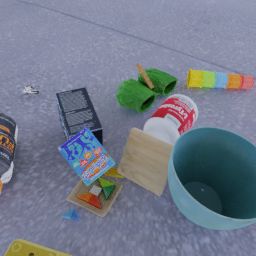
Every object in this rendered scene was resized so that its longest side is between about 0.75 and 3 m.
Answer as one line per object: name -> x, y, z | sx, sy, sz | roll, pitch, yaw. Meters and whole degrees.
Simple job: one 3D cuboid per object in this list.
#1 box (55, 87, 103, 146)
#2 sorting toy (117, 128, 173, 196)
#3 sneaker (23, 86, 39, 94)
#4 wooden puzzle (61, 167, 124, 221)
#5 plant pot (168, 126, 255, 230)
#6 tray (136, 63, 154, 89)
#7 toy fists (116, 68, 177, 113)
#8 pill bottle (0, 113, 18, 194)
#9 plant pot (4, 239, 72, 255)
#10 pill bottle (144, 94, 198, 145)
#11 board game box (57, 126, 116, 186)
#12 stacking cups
box -> -1.676, -0.125, 9.676 | 1.100, 1.524, 2.054 | -14, 52, -16
sorting toy -> 0.662, 0.986, 8.706 | 1.591, 1.581, 0.554 | 26, 16, 24
sneaker -> -4.266, -1.673, 12.340 | 0.835, 0.334, 0.308 | 10, 0, 23
wooden puzzle -> -0.995, 1.918, 8.574 | 1.471, 0.255, 2.181 | 12, 44, 14
plant pot -> 2.261, 1.589, 7.585 | 2.754, 1.855, 2.754 | 7, 47, -7
tray -> 0.686, -2.112, 11.390 | 0.192, 1.036, 0.511 | -32, 31, 6
toy fists -> 0.740, -1.680, 12.023 | 1.510, 1.019, 2.962 | 36, 52, 24
pill bottle -> -4.353, 0.888, 8.786 | 1.501, 1.501, 2.826 | -8, 43, -9
plant pot -> -1.976, 3.333, 5.851 | 1.757, 1.809, 1.769 | 12, 43, 13
pill bottle -> 1.422, -0.060, 9.938 | 1.366, 1.366, 2.434 | 23, 47, 23
board game box -> -1.203, 0.818, 8.218 | 1.070, 1.407, 0.317 | -39, 8, -8
stacking cups -> 4.173, -2.102, 12.703 | 2.875, 0.870, 0.870 | 7, 42, 2
